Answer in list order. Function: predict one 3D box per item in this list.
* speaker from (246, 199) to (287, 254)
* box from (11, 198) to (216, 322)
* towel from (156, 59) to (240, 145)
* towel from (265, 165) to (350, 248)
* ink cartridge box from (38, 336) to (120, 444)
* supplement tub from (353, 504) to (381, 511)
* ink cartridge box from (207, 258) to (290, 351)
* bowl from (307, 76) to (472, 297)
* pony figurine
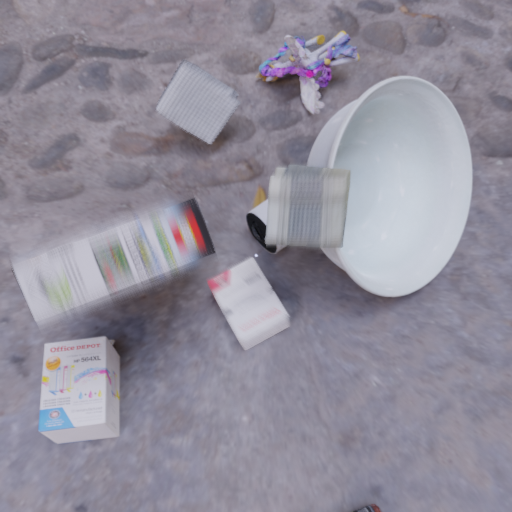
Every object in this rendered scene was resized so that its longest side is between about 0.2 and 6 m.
[{"bbox_3d":[0.959,-1.038,10.817,2.351,0.955,0.955,-35,66,-18],"label":"speaker"},{"bbox_3d":[-1.938,-0.095,8.485,2.276,4.136,0.718,-21,97,-7],"label":"box"},{"bbox_3d":[-1.157,-3.098,11.263,1.387,1.148,0.593,26,25,-26],"label":"towel"},{"bbox_3d":[0.741,-0.737,8.158,1.172,0.210,1.217,4,80,15],"label":"towel"},{"bbox_3d":[-2.803,2.066,9.014,1.024,0.998,1.593,-7,61,-4],"label":"ink cartridge box"},{"bbox_3d":[1.364,4.064,8.138,1.070,0.572,0.572,-17,62,-9],"label":"supplement tub"},{"bbox_3d":[-0.122,0.851,9.911,0.962,0.560,1.321,-28,62,-6],"label":"ink cartridge box"},{"bbox_3d":[2.091,-1.211,10.000,3.662,3.662,1.646,-43,29,-21],"label":"bowl"},{"bbox_3d":[1.183,-4.264,12.464,2.074,1.727,2.002,-26,32,-10],"label":"pony figurine"}]
